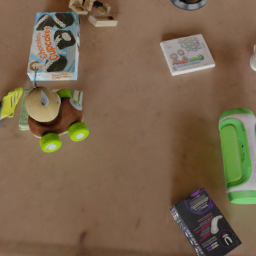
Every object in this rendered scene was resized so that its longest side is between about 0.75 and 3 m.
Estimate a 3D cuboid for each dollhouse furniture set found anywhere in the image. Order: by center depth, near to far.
[{"bbox_3d":[-1.137,-4.631,10.318,1.323,1.133,1.391,-21,59,-42],"label":"dollhouse furniture set"}]

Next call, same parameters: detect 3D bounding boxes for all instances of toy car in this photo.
[{"bbox_3d":[-2.159,-0.680,7.857,1.670,2.116,1.738,-23,60,-14],"label":"toy car"}]

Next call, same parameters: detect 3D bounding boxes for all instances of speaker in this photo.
[{"bbox_3d":[3.303,0.792,8.121,1.161,1.161,2.625,2,66,1],"label":"speaker"}]

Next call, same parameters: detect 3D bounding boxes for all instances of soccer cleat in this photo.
[{"bbox_3d":[-3.945,-0.689,9.235,0.651,0.503,1.557,42,65,-15],"label":"soccer cleat"}]

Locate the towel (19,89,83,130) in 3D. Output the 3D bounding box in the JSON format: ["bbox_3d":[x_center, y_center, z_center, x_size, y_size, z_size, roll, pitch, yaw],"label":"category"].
[{"bbox_3d":[-2.518,-0.620,9.269,1.982,0.232,1.512,0,66,1],"label":"towel"}]

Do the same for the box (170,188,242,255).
[{"bbox_3d":[1.999,2.595,7.449,1.005,0.872,1.644,-28,69,-12],"label":"box"}]

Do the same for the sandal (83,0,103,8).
[{"bbox_3d":[-1.370,-4.967,11.246,1.056,0.238,0.396,23,72,-6],"label":"sandal"}]

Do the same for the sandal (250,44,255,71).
[{"bbox_3d":[4.642,-2.463,10.042,0.608,0.367,1.494,32,56,-2],"label":"sandal"}]

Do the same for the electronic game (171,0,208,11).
[{"bbox_3d":[2.466,-5.431,11.355,1.623,0.338,1.623,0,71,0],"label":"electronic game"}]

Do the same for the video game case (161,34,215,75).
[{"bbox_3d":[2.158,-2.695,10.209,1.608,0.190,1.464,-13,66,-5],"label":"video game case"}]

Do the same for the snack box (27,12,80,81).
[{"bbox_3d":[-2.622,-3.008,10.170,1.621,0.518,2.791,-1,66,-1],"label":"snack box"}]
